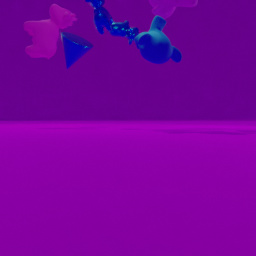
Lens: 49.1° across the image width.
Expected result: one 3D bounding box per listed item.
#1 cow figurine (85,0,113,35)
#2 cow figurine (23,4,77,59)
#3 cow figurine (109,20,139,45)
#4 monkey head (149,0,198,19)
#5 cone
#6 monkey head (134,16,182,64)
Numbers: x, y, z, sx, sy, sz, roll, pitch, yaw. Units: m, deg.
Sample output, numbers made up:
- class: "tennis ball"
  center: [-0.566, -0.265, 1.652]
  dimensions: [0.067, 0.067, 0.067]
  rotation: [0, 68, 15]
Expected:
- class: "cow figurine"
  center: [-0.896, -3.630, 8.721]
  dimensions: [0.626, 1.122, 1.140]
  rotation: [-19, 38, 16]
- class: "cow figurine"
  center: [-2.503, -3.129, 9.200]
  dimensions: [1.678, 1.705, 0.936]
  rotation: [-4, 2, -2]
- class: "cow figurine"
  center: [-0.202, -3.980, 11.580]
  dimensions: [1.298, 0.713, 1.278]
  rotation: [2, 41, 0]
- class: "monkey head"
  center: [1.033, -3.209, 6.571]
  dimensions: [1.195, 1.001, 1.662]
  rotation: [2, -30, 14]
- class: "cone"
  center: [-2.190, -2.875, 10.999]
  dimensions: [1.282, 1.287, 1.282]
  rotation: [22, 26, -11]
- class: "monkey head"
  center: [0.668, -1.941, 6.237]
  dimensions: [1.338, 0.963, 0.806]
  rotation: [12, 24, -39]
